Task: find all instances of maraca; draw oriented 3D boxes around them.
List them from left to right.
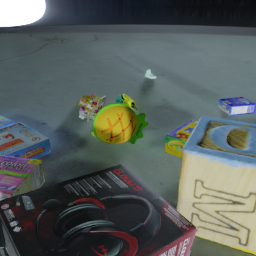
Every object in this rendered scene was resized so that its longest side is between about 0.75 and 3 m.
[{"bbox_3d":[-0.187,-0.077,7.997,1.787,1.225,0.956,12,20,-35],"label":"maraca"}]

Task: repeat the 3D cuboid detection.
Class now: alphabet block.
[{"bbox_3d":[2.092,1.028,5.614,1.837,1.871,1.827,12,27,23],"label":"alphabet block"}]

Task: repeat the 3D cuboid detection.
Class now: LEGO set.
[{"bbox_3d":[-1.307,-0.969,10.702,1.022,0.827,2.223,10,21,-12],"label":"LEGO set"}]

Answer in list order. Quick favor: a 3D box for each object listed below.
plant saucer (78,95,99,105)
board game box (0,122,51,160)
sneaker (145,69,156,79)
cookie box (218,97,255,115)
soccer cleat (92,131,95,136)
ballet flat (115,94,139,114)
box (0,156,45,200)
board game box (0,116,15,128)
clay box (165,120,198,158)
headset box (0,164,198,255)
[{"bbox_3d":[-1.714,-1.242,12.354,0.877,0.212,0.877,0,26,0],"label":"plant saucer"},{"bbox_3d":[-3.534,0.536,8.253,1.749,0.499,1.786,23,33,38],"label":"board game box"},{"bbox_3d":[1.286,-3.096,15.975,0.783,0.462,0.288,23,32,38],"label":"sneaker"},{"bbox_3d":[4.415,-0.906,11.399,1.096,0.412,0.937,-5,26,-11],"label":"cookie box"},{"bbox_3d":[-0.817,0.143,9.461,0.833,0.269,0.348,-9,0,-12],"label":"soccer cleat"},{"bbox_3d":[-0.071,-0.585,10.056,0.964,0.961,2.877,28,17,-7],"label":"ballet flat"},{"bbox_3d":[-2.790,1.284,6.510,1.158,0.636,1.316,5,25,11],"label":"box"},{"bbox_3d":[-5.330,0.144,9.128,1.897,0.459,2.508,17,29,32],"label":"board game box"},{"bbox_3d":[2.593,0.556,7.756,2.744,0.653,1.576,17,28,37],"label":"clay box"},{"bbox_3d":[-0.432,1.758,4.621,2.802,1.051,2.082,-11,31,-37],"label":"headset box"}]
